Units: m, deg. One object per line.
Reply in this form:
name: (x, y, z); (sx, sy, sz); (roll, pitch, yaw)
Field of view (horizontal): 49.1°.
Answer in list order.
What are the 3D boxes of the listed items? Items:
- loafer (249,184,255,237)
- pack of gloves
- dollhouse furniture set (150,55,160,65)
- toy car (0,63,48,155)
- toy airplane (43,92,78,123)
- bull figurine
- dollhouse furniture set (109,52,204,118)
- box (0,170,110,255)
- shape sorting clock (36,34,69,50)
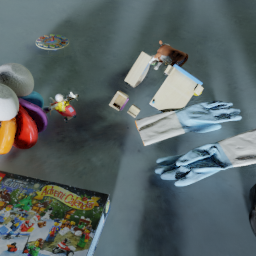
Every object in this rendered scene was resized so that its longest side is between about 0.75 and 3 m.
loafer: (2.500, 1.502, 5.124); (0.488, 0.484, 1.340); (6, 41, 6)
pack of gloves: (1.722, 0.347, 6.655); (2.654, 0.524, 2.230); (-15, 44, -4)
dollhouse furniture set: (1.253, -2.448, 10.084); (0.982, 0.379, 0.491); (-14, 46, 13)
toy car: (-2.699, -0.280, 6.545); (1.600, 1.868, 2.134); (31, 36, -17)
toy airplane: (-1.833, -0.644, 7.531); (0.949, 0.673, 0.953); (-2, 41, -1)
bull figurine: (1.283, -2.355, 9.340); (0.994, 0.533, 1.637); (-48, 38, -1)
dollhouse furniture set: (0.807, -0.891, 7.844); (1.933, 1.825, 1.262); (33, 7, 0)
box: (-1.763, 1.708, 4.885); (2.531, 0.477, 1.729); (9, 41, 11)
shape sorting clock: (-3.018, -3.461, 11.199); (1.306, 0.256, 1.306); (0, 40, 0)
